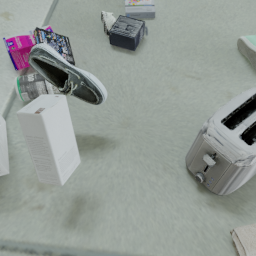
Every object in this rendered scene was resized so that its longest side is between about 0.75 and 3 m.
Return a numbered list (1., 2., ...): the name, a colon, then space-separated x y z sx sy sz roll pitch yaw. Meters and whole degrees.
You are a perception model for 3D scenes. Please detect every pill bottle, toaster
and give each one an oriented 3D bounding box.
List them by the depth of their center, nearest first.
1. toaster: 2.919 0.266 7.212 2.927 1.891 1.663 -33 63 -20
2. pill bottle: -2.819 -1.351 8.944 1.364 0.772 0.772 -12 58 -8

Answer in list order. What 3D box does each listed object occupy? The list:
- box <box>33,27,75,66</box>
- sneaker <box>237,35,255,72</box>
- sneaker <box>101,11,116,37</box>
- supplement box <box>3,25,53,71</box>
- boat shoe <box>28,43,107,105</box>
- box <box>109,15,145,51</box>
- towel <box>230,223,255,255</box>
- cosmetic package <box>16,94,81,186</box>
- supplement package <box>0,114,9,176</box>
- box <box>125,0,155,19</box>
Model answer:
1. box: -2.336 -2.527 8.897 1.162 0.291 1.171 3 62 -42
2. sneaker: 4.879 -2.622 9.731 1.246 0.777 2.112 -17 56 -4
3. sneaker: -0.710 -4.102 10.946 0.550 0.510 1.358 -4 57 -13
4. supplement box: -3.345 -2.830 9.864 1.687 0.872 0.854 -22 58 -16
5. boat shoe: -1.512 -1.144 6.944 2.188 0.789 0.776 33 39 -20
6. box: -0.033 -3.539 10.446 1.053 0.649 1.045 19 59 12
7. towel: 3.526 2.798 6.472 2.047 0.353 1.357 -11 58 -7
8. cosmetic package: -1.579 0.256 5.810 0.644 1.739 0.884 4 31 19
9. supplement package: -4.705 0.183 6.919 2.564 2.452 1.886 -14 58 -9
10. box: 0.477 -5.207 11.744 1.232 0.325 1.581 -1 56 -1
